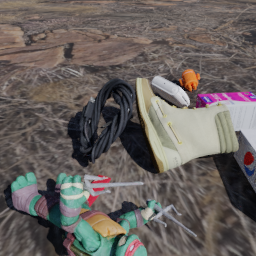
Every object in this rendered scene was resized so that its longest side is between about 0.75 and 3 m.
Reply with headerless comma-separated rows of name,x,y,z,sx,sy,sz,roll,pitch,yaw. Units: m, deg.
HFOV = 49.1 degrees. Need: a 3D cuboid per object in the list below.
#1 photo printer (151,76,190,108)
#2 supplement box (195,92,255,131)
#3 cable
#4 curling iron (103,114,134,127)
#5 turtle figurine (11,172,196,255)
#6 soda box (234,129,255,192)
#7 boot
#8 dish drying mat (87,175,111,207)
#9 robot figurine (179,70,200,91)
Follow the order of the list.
photo printer,1.539,-1.224,9.814,0.452,1.082,1.301,-52,51,-1
supplement box,3.094,-0.492,8.644,1.840,0.951,0.931,-5,31,-8
cable,-0.560,-0.162,7.078,1.852,0.577,2.270,-22,47,39
curling iron,-0.304,-0.243,8.691,1.035,0.132,0.257,-19,32,-7
turtle figurine,-0.539,1.489,4.637,2.919,2.186,1.470,12,71,36
soda box,3.287,1.016,6.177,0.915,0.855,2.686,0,30,-1
boot,1.409,-0.360,7.434,2.200,1.025,2.844,-14,57,-1
dish drying mat,-0.766,1.401,6.376,0.367,0.087,0.955,15,34,21
robot figurine,2.480,-1.942,11.224,0.562,0.693,0.963,13,51,-33
